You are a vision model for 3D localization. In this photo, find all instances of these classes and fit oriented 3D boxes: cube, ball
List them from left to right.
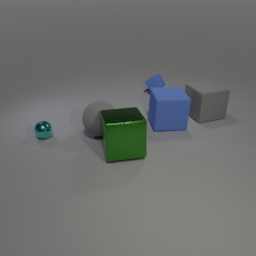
[{"bbox_3d":[-3.311,0.068,10.951,0.700,0.700,0.700,0,29,0],"label":"ball"},{"bbox_3d":[-1.087,-0.373,10.977,1.400,1.400,1.400,0,29,0],"label":"ball"},{"bbox_3d":[-0.187,0.183,9.873,1.400,1.400,1.400,-6,24,-10],"label":"cube"},{"bbox_3d":[1.478,-2.404,15.082,0.700,0.700,0.700,-30,0,32],"label":"cube"},{"bbox_3d":[1.692,-0.820,11.790,1.400,1.400,1.400,-2,29,-7],"label":"cube"},{"bbox_3d":[3.479,-1.222,12.578,1.400,1.400,1.400,-10,30,-18],"label":"cube"}]
